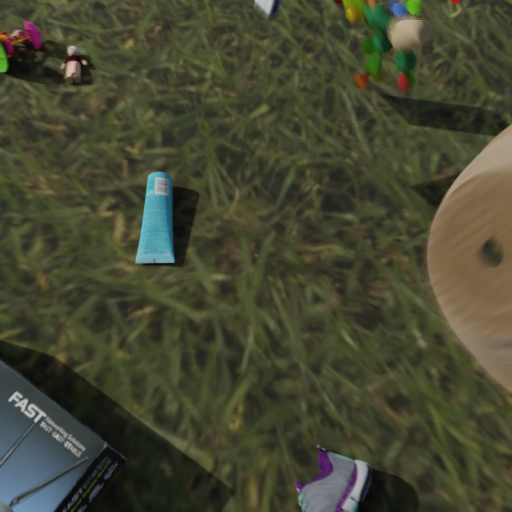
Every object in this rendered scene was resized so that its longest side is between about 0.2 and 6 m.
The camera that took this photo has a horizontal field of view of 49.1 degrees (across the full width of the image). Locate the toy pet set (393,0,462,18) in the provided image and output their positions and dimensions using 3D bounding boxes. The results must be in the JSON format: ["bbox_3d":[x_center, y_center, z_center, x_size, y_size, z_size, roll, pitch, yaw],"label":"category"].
[{"bbox_3d":[2.327,-3.972,7.107,0.826,1.452,1.555,-25,23,-8],"label":"toy pet set"}]

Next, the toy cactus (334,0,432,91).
[{"bbox_3d":[1.795,-2.973,7.731,0.870,1.702,1.405,-38,23,-11],"label":"toy cactus"}]

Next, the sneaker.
[{"bbox_3d":[0.731,3.325,6.922,0.837,0.711,1.911,19,51,22],"label":"sneaker"}]

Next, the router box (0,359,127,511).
[{"bbox_3d":[-3.799,2.571,7.033,3.406,1.058,2.552,31,65,16],"label":"router box"}]

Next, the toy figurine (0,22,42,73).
[{"bbox_3d":[-4.842,-4.273,11.174,1.158,0.869,1.065,20,45,38],"label":"toy figurine"}]

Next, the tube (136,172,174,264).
[{"bbox_3d":[-1.623,-0.612,9.233,0.613,0.399,1.583,-4,65,7],"label":"tube"}]

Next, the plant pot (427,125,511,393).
[{"bbox_3d":[2.863,0.000,5.590,1.522,3.298,3.298,2,57,-29],"label":"plant pot"}]

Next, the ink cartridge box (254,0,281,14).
[{"bbox_3d":[0.072,-4.731,8.926,0.242,1.190,1.192,-34,75,-34],"label":"ink cartridge box"}]

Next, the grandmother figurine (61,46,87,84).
[{"bbox_3d":[-3.599,-3.802,11.067,0.515,0.257,0.849,-5,63,-13],"label":"grandmother figurine"}]
